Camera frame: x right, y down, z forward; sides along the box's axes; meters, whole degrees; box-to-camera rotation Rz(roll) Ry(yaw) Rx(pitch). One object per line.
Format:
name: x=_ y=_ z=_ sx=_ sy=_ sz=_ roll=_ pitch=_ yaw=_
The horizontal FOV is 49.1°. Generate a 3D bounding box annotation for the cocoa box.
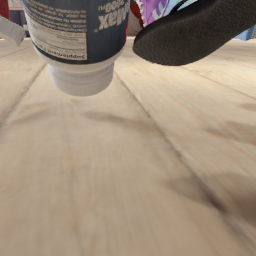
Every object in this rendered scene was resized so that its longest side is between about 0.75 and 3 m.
cocoa box: x=2.278 y=-3.127 z=6.046 sx=1.579 sy=1.605 sz=2.407 roll=-22 pitch=44 yaw=-25

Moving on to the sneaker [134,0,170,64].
sneaker: x=0.591 y=-3.182 z=7.745 sx=1.565 sy=2.745 sz=0.995 roll=18 pitch=-3 yaw=18

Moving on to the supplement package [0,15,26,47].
supplement package: x=-3.995 y=-3.250 z=9.416 sx=0.884 sy=0.536 sz=0.530 roll=29 pitch=-13 yaw=-1

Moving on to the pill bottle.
pill bottle: x=-0.832 y=-1.976 z=4.736 sx=1.733 sy=2.899 sz=1.733 roll=3 pitch=55 yaw=-4

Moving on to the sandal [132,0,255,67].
sandal: x=1.016 y=-1.393 z=3.522 sx=2.239 sy=0.479 sz=0.852 roll=-17 pitch=-34 yaw=41
